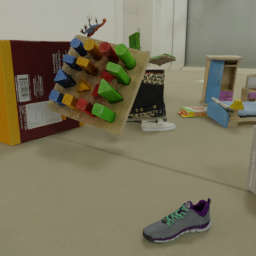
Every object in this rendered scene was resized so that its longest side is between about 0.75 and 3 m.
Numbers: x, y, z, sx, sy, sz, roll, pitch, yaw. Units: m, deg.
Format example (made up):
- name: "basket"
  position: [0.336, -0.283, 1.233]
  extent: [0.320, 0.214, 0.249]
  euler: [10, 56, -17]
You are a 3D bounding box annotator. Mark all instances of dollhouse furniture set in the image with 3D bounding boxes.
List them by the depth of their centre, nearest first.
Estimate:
- name: "dollhouse furniture set"
  position: [0.732, -2.488, 8.946]
  extent: [1.598, 0.617, 0.799]
  euler: [5, -9, -37]
- name: "dollhouse furniture set"
  position: [4.287, -1.388, 9.986]
  extent: [2.807, 1.940, 2.974]
  euler: [-2, 23, -9]

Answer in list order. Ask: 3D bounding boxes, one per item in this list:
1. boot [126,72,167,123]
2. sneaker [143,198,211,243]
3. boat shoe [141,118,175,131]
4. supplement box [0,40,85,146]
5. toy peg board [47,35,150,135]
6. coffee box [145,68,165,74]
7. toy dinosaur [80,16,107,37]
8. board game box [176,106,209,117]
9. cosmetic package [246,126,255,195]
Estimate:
- name: "boot"
  position: [0.278, -1.088, 9.720]
  extent: [2.263, 1.709, 0.817]
  euler: [7, 17, 23]
- name: "sneaker"
  position: [0.672, 1.215, 3.832]
  extent: [1.040, 0.455, 0.387]
  euler: [-6, 17, -23]
- name: "boat shoe"
  position: [0.957, -0.127, 8.798]
  extent: [1.102, 0.362, 0.396]
  euler: [-1, 16, -4]
- name: "supplement box"
  position: [-2.911, -1.242, 8.448]
  extent: [1.815, 2.696, 2.733]
  euler: [11, 19, 35]
- name: "toy peg board"
  position: [-0.941, -1.290, 7.132]
  extent: [2.267, 2.277, 1.114]
  euler: [20, -4, 17]
- name: "coffee box"
  position: [0.326, -2.081, 13.491]
  extent: [2.817, 1.592, 1.125]
  euler: [1, 16, 7]
- name: "toy dinosaur"
  position: [-0.976, -2.965, 8.327]
  extent: [0.838, 0.924, 0.485]
  euler: [11, 42, 29]
- name: "board game box"
  position: [2.956, -0.640, 10.865]
  extent: [1.987, 0.298, 0.949]
  euler: [-5, 15, -7]
- name: "cosmetic package"
  position: [2.751, 0.796, 3.886]
  extent: [1.057, 1.251, 2.343]
  euler: [-3, 14, -11]
